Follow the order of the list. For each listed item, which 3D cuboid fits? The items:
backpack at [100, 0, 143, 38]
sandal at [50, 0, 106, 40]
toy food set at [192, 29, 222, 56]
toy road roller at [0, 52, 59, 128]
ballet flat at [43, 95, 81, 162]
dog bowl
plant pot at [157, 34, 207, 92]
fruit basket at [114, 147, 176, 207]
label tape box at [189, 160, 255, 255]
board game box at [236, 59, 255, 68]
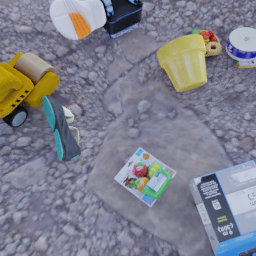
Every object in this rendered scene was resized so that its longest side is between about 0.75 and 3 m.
[{"bbox_3d":[-0.507,-4.647,10.798,1.659,1.222,1.817,-31,73,-11],"label":"backpack"},{"bbox_3d":[-1.555,-3.221,8.381,0.819,1.094,2.856,-5,22,25],"label":"sandal"},{"bbox_3d":[2.931,-3.283,10.763,1.231,0.303,1.244,-1,69,0],"label":"toy food set"},{"bbox_3d":[-3.776,-1.510,9.151,1.681,1.997,2.736,34,72,12],"label":"toy road roller"},{"bbox_3d":[-2.137,-0.035,9.279,0.919,0.919,2.516,-20,64,-8],"label":"ballet flat"},{"bbox_3d":[4.380,-3.137,10.480,1.304,0.514,1.304,-2,59,3],"label":"dog bowl"},{"bbox_3d":[2.002,-2.148,9.717,1.649,1.649,1.552,-16,85,-6],"label":"plant pot"},{"bbox_3d":[0.532,1.468,8.708,1.467,0.688,1.359,37,73,16],"label":"fruit basket"},{"bbox_3d":[3.221,2.554,8.159,1.967,0.908,2.746,-16,68,-6],"label":"label tape box"},{"bbox_3d":[4.551,-2.600,10.563,0.873,0.176,0.668,-2,69,-1],"label":"board game box"}]
